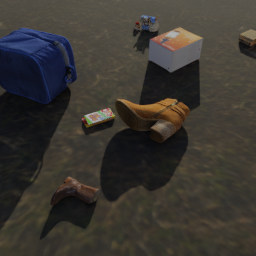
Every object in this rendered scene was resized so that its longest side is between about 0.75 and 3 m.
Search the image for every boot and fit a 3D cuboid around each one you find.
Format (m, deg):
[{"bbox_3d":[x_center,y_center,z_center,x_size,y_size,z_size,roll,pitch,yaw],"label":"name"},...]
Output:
[{"bbox_3d":[0.761,-0.564,8.503,2.014,0.772,1.563,30,53,25],"label":"boot"},{"bbox_3d":[-1.230,1.635,6.627,0.941,0.302,0.877,22,50,15],"label":"boot"}]

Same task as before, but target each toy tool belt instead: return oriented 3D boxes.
[{"bbox_3d":[0.893,-5.037,13.155,1.215,0.746,0.758,9,45,9],"label":"toy tool belt"}]

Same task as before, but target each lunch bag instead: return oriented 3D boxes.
[{"bbox_3d":[-3.017,-2.189,9.405,2.736,1.859,1.810,19,47,19],"label":"lunch bag"}]

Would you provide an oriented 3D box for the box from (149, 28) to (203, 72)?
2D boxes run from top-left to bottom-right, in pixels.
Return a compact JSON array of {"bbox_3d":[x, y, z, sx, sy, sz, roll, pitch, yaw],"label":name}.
[{"bbox_3d":[1.867,-3.115,11.058,1.697,0.903,1.292,-30,52,-27],"label":"box"}]

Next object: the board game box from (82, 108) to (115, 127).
[{"bbox_3d":[-0.930,-0.328,8.752,0.952,0.143,0.455,-21,47,-17],"label":"board game box"}]

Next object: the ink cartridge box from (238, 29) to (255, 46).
[{"bbox_3d":[5.439,-3.997,12.387,0.855,0.321,0.705,-27,49,-25],"label":"ink cartridge box"}]
